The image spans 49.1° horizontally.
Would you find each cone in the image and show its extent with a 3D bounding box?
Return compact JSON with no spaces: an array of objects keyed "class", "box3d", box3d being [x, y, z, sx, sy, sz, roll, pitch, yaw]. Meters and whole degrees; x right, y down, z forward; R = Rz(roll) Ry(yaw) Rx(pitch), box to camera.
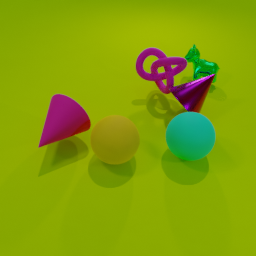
[{"class":"cone","box3d":[-1.778,0.038,6.863,1.249,1.249,1.253,22,54,21]},{"class":"cone","box3d":[1.989,-1.097,7.873,1.202,1.198,1.198,-43,46,15]}]

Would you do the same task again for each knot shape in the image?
[{"class":"knot shape","box3d":[0.912,-1.796,8.433,1.411,1.508,0.697,28,53,-2]}]

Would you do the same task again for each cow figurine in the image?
[{"class":"cow figurine","box3d":[2.458,-2.136,9.290,1.207,1.187,0.662,10,10,21]}]

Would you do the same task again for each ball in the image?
[{"class":"ball","box3d":[1.516,0.202,6.836,1.187,1.187,1.187,0,44,0]},{"class":"ball","box3d":[-0.311,0.283,6.795,1.197,1.197,1.197,0,44,0]}]
